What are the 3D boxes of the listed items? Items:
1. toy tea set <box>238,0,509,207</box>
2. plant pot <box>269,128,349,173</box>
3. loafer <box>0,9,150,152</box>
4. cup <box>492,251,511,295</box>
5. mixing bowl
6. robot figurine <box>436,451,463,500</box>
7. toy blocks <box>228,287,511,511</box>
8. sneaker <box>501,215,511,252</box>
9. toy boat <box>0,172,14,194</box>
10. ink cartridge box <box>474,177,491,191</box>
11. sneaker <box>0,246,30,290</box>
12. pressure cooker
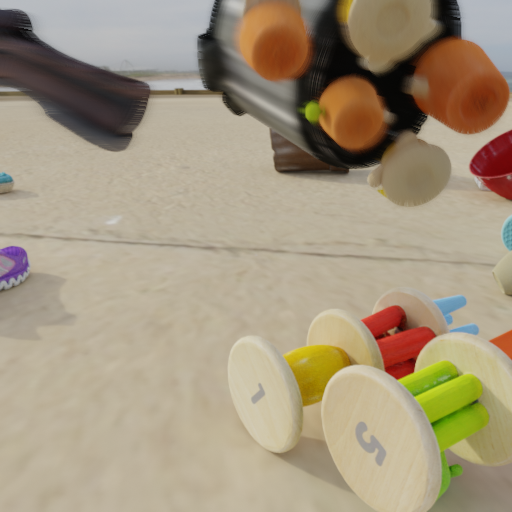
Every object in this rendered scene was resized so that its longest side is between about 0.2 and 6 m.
[{"bbox_3d":[1.153,-1.803,5.469,2.826,1.680,1.046,32,27,-28],"label":"toy tea set"},{"bbox_3d":[1.375,-3.020,14.581,1.925,1.944,1.944,-5,18,8],"label":"plant pot"},{"bbox_3d":[-2.240,-2.041,5.565,2.537,0.799,0.912,32,23,-17],"label":"loafer"},{"bbox_3d":[3.230,0.237,6.971,0.456,0.637,0.637,-25,15,12],"label":"cup"},{"bbox_3d":[5.565,-1.838,11.692,1.868,1.012,1.868,-32,24,16],"label":"mixing bowl"},{"bbox_3d":[1.127,1.410,3.840,0.517,0.341,0.589,28,21,-1],"label":"robot figurine"},{"bbox_3d":[1.327,0.822,4.299,2.461,0.894,2.051,-13,9,-33],"label":"toy blocks"},{"bbox_3d":[4.969,-0.365,8.137,2.276,0.905,1.486,18,27,40],"label":"sneaker"},{"bbox_3d":[-6.035,-1.730,12.550,1.050,0.580,1.249,-12,23,-29],"label":"toy boat"},{"bbox_3d":[5.610,-1.848,13.031,0.846,0.477,1.152,5,19,12],"label":"ink cartridge box"},{"bbox_3d":[-3.526,0.101,6.980,0.704,0.774,1.750,5,18,18],"label":"sneaker"},{"bbox_3d":[0.709,-2.542,6.802,2.359,2.396,2.682,16,20,-44],"label":"pressure cooker"}]
